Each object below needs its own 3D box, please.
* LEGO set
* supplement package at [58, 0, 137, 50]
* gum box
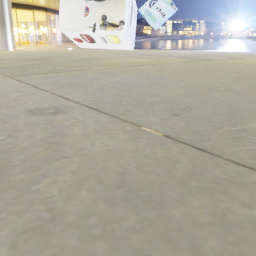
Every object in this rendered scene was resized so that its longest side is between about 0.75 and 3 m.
[{"bbox_3d":[-1.006,-3.504,7.559,1.639,2.524,0.715,2,-21,-19],"label":"LEGO set"},{"bbox_3d":[-0.878,-3.626,9.158,2.066,1.589,2.161,4,2,9],"label":"supplement package"},{"bbox_3d":[0.927,-3.650,8.664,0.939,0.798,0.209,-43,0,-1],"label":"gum box"}]
